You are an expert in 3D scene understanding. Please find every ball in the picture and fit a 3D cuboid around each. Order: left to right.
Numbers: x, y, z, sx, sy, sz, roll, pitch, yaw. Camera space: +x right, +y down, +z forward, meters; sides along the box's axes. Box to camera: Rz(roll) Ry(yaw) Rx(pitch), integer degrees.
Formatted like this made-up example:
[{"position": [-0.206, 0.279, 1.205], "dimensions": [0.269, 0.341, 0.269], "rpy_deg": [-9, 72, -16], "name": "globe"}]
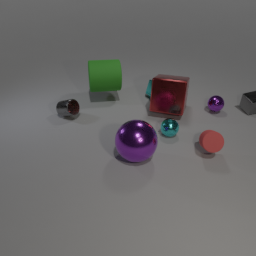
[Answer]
[{"position": [0.270, 0.421, 9.143], "dimensions": [1.400, 1.400, 1.400], "rpy_deg": [0, 32, 0], "name": "ball"}, {"position": [1.570, -0.019, 10.540], "dimensions": [0.700, 0.700, 0.700], "rpy_deg": [0, 32, 0], "name": "ball"}, {"position": [3.781, -1.054, 12.052], "dimensions": [0.700, 0.700, 0.700], "rpy_deg": [0, 32, 0], "name": "ball"}]

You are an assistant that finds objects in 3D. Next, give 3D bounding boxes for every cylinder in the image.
[{"position": [-2.498, -0.829, 11.660], "dimensions": [0.700, 0.700, 0.700], "rpy_deg": [-3, 25, 38], "name": "cylinder"}, {"position": [-1.059, -2.362, 12.661], "dimensions": [1.400, 1.400, 1.400], "rpy_deg": [-4, 32, -9], "name": "cylinder"}, {"position": [2.789, 0.432, 9.396], "dimensions": [0.700, 0.700, 0.700], "rpy_deg": [3, 5, 5], "name": "cylinder"}]

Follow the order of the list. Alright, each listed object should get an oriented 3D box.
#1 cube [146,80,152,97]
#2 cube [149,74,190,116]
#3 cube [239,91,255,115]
[{"position": [1.376, -1.830, 13.287], "dimensions": [0.700, 0.700, 0.700], "rpy_deg": [0, 27, -35], "name": "cube"}, {"position": [1.783, -1.451, 11.908], "dimensions": [1.400, 1.400, 1.400], "rpy_deg": [9, 19, 14], "name": "cube"}, {"position": [5.363, -1.083, 12.081], "dimensions": [0.700, 0.700, 0.700], "rpy_deg": [-13, 45, -10], "name": "cube"}]
